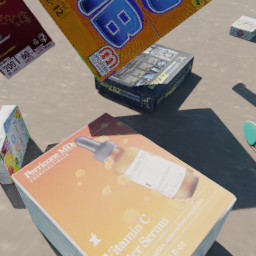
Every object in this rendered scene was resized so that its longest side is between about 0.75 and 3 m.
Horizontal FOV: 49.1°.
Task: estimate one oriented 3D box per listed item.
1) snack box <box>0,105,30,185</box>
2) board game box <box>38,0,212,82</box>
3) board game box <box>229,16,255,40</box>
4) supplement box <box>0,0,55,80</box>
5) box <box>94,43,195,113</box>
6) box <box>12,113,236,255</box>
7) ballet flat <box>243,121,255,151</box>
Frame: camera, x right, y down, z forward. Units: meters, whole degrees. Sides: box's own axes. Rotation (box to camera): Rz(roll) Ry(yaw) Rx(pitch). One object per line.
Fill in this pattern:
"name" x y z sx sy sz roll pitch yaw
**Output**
"snack box" -2.655 0.352 6.250 0.391 1.051 1.477 -2 44 -1
"board game box" -0.344 -2.849 5.750 2.646 2.648 2.645 -37 15 2
"board game box" 4.674 -3.966 11.069 0.877 0.382 1.189 30 51 27
"supplement box" -2.724 -2.328 5.551 1.304 2.396 0.730 -37 33 0
"box" 0.559 -1.721 8.601 2.063 0.667 2.616 24 49 23
"box" -0.124 1.418 4.837 2.881 1.532 2.194 33 53 28
"ballet flat" 3.209 0.370 6.747 0.461 0.461 1.326 -5 47 -5
